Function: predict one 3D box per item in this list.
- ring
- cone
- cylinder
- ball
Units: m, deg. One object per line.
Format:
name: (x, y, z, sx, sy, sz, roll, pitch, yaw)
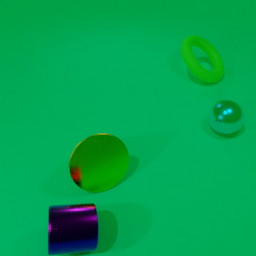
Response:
ring: (2.504, -2.319, 9.347, 1.790, 0.358, 1.790, 16, 58, -27)
cone: (-0.869, 0.613, 6.769, 1.383, 1.383, 1.389, -18, 21, -18)
cylinder: (-1.045, 1.869, 5.231, 0.865, 0.865, 0.865, 1, 44, -16)
ball: (2.619, -0.297, 7.486, 0.936, 0.936, 0.936, 0, 45, 0)
